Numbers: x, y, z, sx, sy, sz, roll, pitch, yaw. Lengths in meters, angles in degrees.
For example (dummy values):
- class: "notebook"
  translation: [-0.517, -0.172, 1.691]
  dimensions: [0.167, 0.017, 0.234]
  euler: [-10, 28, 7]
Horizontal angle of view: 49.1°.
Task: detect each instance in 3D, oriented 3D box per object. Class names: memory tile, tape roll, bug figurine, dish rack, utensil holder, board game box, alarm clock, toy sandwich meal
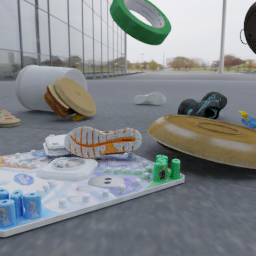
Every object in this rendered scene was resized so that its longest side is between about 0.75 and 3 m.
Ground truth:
- class: "memory tile"
  translation: [-5.202, -0.320, 9.822]
  dimensions: [2.292, 0.251, 2.990]
  euler: [-8, 15, -32]
- class: "tape roll"
  translation: [0.443, -3.686, 9.377]
  dimensions: [2.161, 0.519, 2.161]
  euler: [20, 44, -21]
- class: "bug figurine"
  translation: [4.177, 0.012, 7.477]
  dimensions: [2.269, 0.584, 1.760]
  euler: [5, 18, 5]
- class: "dish rack"
  translation: [-1.347, 0.314, 6.095]
  dimensions: [0.939, 0.238, 1.095]
  euler: [-6, 12, -20]
- class: "utensil holder"
  translation: [-3.260, -1.656, 12.126]
  dimensions: [2.372, 2.016, 2.016]
  euler: [9, 15, 27]
- class: "board game box"
  translation: [-1.045, 0.631, 4.999]
  dimensions: [2.954, 0.382, 2.954]
  euler: [-8, 14, -33]
- class: "alarm clock"
  translation: [3.556, -2.544, 7.309]
  dimensions: [0.746, 1.511, 2.240]
  euler: [-22, 10, -7]
- class: "toy sandwich meal"
  translation: [-2.127, -1.035, 10.568]
  dimensions: [0.737, 2.151, 2.151]
  euler: [-42, -3, 21]

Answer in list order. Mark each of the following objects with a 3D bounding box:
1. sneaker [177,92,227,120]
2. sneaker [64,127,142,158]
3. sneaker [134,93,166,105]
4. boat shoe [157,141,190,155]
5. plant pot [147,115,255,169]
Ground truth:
- class: "sneaker"
  translation: [2.952, -0.636, 10.182]
  dimensions: [2.625, 0.990, 1.040]
  euler: [-19, 33, -37]
- class: "sneaker"
  translation: [-0.503, 0.317, 5.624]
  dimensions: [1.538, 0.602, 0.594]
  euler: [1, -9, -1]
- class: "sneaker"
  translation: [1.187, -1.508, 14.792]
  dimensions: [1.666, 0.627, 0.737]
  euler: [2, 0, 12]
- class: "boat shoe"
  translation: [1.460, 0.283, 6.211]
  dimensions: [1.817, 0.649, 0.597]
  euler: [11, 7, 37]
- class: "plant pot"
  translation: [1.920, 0.158, 6.071]
  dimensions: [2.980, 0.409, 2.980]
  euler: [9, 12, -2]
